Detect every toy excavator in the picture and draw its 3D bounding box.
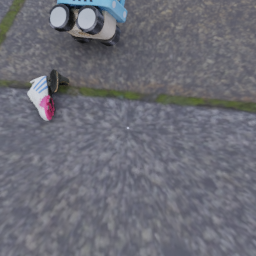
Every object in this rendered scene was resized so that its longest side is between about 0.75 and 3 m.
[{"bbox_3d":[-0.549,-3.936,7.819,2.886,1.483,2.969,13,96,23],"label":"toy excavator"}]

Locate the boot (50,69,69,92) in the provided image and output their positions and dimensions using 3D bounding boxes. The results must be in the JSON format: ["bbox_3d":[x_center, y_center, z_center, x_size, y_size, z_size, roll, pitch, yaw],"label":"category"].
[{"bbox_3d":[-1.821,-1.221,7.671,0.310,0.554,0.801,-35,47,30],"label":"boot"}]

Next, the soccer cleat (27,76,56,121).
[{"bbox_3d":[-2.336,-0.757,7.479,0.685,0.555,1.588,-13,49,-1],"label":"soccer cleat"}]
